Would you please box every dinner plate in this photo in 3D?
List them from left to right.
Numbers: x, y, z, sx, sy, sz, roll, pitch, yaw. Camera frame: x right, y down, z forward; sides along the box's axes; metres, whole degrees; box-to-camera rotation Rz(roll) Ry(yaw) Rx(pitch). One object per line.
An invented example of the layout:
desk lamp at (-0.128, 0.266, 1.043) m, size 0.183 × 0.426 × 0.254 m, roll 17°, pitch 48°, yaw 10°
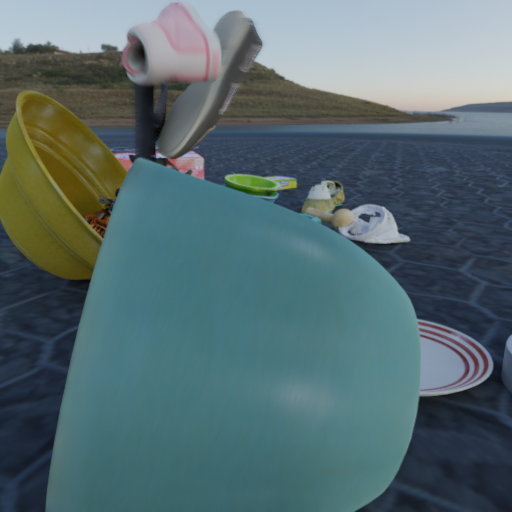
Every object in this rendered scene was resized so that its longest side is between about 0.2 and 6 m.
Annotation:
dinner plate at (1.709, 1.210, 6.773) m, size 2.126 × 0.258 × 2.126 m, roll 0°, pitch 17°, yaw 0°

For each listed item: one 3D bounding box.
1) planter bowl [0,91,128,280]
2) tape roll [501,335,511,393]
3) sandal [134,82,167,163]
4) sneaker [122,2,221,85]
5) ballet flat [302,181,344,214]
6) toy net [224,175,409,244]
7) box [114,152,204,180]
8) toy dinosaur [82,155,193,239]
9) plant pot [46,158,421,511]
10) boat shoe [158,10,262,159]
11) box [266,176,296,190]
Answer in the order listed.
planter bowl at (-3.243, -0.791, 9.746) m, size 1.607 × 3.859 × 3.859 m, roll -34°, pitch 14°, yaw 9°
tape roll at (3.464, 1.274, 6.195) m, size 1.353 × 0.447 × 1.353 m, roll -1°, pitch 15°, yaw 0°
sandal at (-1.789, -2.443, 9.804) m, size 0.537 × 2.506 × 0.953 m, roll -2°, pitch -4°, yaw -2°
sneaker at (-1.397, -3.091, 8.077) m, size 1.213 × 0.873 × 2.320 m, roll -10°, pitch 37°, yaw -18°
ballet flat at (1.858, -1.632, 15.555) m, size 0.890 × 0.890 × 2.517 m, roll 7°, pitch 18°, yaw 23°
toy net at (1.326, -0.906, 11.988) m, size 4.219 × 0.815 × 2.213 m, roll 9°, pitch 17°, yaw -2°
box at (-3.161, -2.079, 15.806) m, size 3.231 × 1.529 × 1.658 m, roll -5°, pitch 17°, yaw -16°
toy dinosaur at (-1.909, -0.542, 10.294) m, size 3.118 × 1.593 × 2.116 m, roll 16°, pitch 55°, yaw -13°
plant pot at (-0.093, 0.816, 4.228) m, size 2.142 × 2.669 × 2.669 m, roll 12°, pitch 15°, yaw -7°
boat shoe at (-0.722, -2.921, 10.037) m, size 0.987 × 2.953 × 0.842 m, roll 21°, pitch -7°, yaw 43°
box at (0.530, -2.514, 19.457) m, size 1.549 × 0.375 × 0.909 m, roll -14°, pitch 21°, yaw -36°
